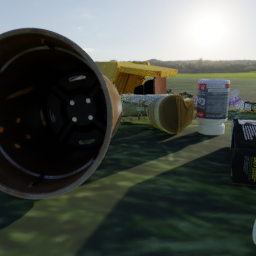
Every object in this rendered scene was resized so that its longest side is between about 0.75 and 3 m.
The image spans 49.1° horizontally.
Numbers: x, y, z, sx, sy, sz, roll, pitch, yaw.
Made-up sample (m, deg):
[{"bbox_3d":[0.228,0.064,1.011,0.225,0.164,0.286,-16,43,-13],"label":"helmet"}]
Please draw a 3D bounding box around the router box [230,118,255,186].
[{"bbox_3d":[2.882,0.386,5.094,1.899,0.650,2.546,4,13,19],"label":"router box"}]

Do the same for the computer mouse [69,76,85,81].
[{"bbox_3d":[-2.123,-1.169,7.111,1.926,0.733,2.781,-28,5,31],"label":"computer mouse"}]

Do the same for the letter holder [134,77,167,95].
[{"bbox_3d":[1.097,-1.875,13.430,1.060,1.498,2.107,5,14,21],"label":"letter holder"}]

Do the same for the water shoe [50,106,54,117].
[{"bbox_3d":[-3.084,-0.660,9.687,1.167,1.057,2.956,21,17,-2],"label":"water shoe"}]

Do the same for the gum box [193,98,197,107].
[{"bbox_3d":[3.619,-1.218,12.997,0.680,0.396,1.199,12,17,43],"label":"gum box"}]

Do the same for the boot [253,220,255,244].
[{"bbox_3d":[2.272,0.979,2.578,1.769,0.641,1.276,-15,18,-26],"label":"boot"}]

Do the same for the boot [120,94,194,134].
[{"bbox_3d":[0.557,-0.521,8.295,2.299,1.071,2.972,7,8,25],"label":"boot"}]

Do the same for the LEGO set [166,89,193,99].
[{"bbox_3d":[2.074,-1.734,15.207,2.744,0.778,1.782,15,16,7],"label":"LEGO set"}]

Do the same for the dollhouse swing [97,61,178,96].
[{"bbox_3d":[0.312,-1.812,12.629,2.632,2.721,2.994,30,24,21],"label":"dollhouse swing"}]

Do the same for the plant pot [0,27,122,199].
[{"bbox_3d":[-1.129,-0.255,4.835,2.298,2.298,2.275,2,5,10],"label":"plant pot"}]

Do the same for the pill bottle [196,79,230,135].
[{"bbox_3d":[2.299,-0.583,7.642,0.828,1.454,0.828,0,12,0],"label":"pill bottle"}]

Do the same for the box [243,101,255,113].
[{"bbox_3d":[5.804,-0.839,11.206,1.725,0.426,1.378,-5,11,-23],"label":"box"}]

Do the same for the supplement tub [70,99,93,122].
[{"bbox_3d":[-1.380,-0.796,9.122,1.257,1.257,1.905,-2,12,-8],"label":"supplement tub"}]

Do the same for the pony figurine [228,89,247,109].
[{"bbox_3d":[4.574,-1.168,12.198,1.046,0.903,1.084,-30,5,22],"label":"pony figurine"}]
